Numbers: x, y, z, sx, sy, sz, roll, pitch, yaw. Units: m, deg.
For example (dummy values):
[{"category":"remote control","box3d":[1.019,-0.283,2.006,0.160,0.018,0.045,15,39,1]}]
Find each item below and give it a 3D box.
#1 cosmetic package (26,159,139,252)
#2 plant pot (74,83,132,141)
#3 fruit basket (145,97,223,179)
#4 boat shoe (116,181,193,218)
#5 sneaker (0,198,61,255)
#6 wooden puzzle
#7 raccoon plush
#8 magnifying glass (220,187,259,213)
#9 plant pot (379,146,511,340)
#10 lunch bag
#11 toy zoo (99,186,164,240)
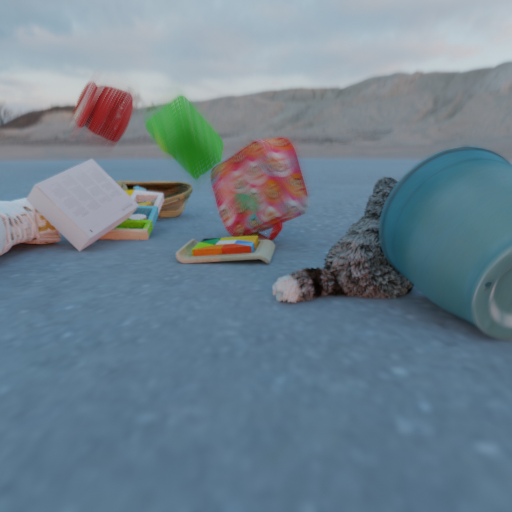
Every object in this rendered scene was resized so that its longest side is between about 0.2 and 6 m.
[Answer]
[{"category":"cosmetic package","box3d":[-3.369,-1.051,11.097,1.399,0.480,1.856,44,31,-3]},{"category":"plant pot","box3d":[-2.565,-2.431,9.342,0.751,0.825,0.825,17,2,-33]},{"category":"fruit basket","box3d":[-1.181,-1.908,8.913,0.894,1.240,1.240,-35,7,11]},{"category":"boat shoe","box3d":[-2.988,-1.473,13.960,2.895,1.056,0.911,-1,-32,-34]},{"category":"sneaker","box3d":[-4.421,-0.633,10.262,1.888,1.204,3.268,-9,14,-25]},{"category":"wooden puzzle","box3d":[-0.509,-0.149,10.130,1.624,0.302,1.502,1,12,6]},{"category":"raccoon plush","box3d":[1.393,-0.260,7.584,2.387,1.600,1.155,-10,16,-38]},{"category":"magnifying glass","box3d":[-0.322,-1.094,10.659,0.965,0.384,0.108,33,67,35]},{"category":"plant pot","box3d":[2.626,-0.055,6.422,1.905,1.905,1.790,-2,30,-9]},{"category":"lunch bag","box3d":[0.048,-1.198,11.138,0.862,1.853,2.103,-18,0,-39]},{"category":"toy zoo","box3d":[-2.907,-1.002,12.544,1.434,0.224,2.186,1,32,2]}]
